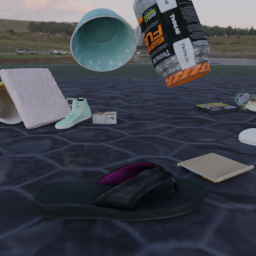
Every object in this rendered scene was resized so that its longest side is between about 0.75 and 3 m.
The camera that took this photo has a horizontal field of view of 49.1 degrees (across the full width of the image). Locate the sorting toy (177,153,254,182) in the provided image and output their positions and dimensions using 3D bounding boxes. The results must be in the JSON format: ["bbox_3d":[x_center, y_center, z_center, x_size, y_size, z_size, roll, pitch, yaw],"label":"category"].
[{"bbox_3d":[1.758,0.809,5.708,1.062,0.209,1.147,-10,14,-32],"label":"sorting toy"}]

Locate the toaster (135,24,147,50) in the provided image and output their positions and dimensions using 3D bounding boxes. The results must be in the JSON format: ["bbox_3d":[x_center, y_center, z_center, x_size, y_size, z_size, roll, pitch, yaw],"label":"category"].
[{"bbox_3d":[0.499,-3.113,9.496,0.513,0.583,0.903,3,39,-20],"label":"toaster"}]

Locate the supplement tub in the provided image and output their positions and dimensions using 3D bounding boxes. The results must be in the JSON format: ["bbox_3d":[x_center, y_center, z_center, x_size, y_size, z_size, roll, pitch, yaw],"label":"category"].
[{"bbox_3d":[1.355,-2.758,8.392,1.719,2.805,1.719,-20,-3,-1],"label":"supplement tub"}]

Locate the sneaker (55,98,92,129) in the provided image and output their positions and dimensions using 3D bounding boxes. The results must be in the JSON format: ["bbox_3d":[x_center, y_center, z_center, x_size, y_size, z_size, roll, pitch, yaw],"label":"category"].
[{"bbox_3d":[-1.825,-0.504,8.976,1.296,0.765,0.477,-29,30,-30],"label":"sneaker"}]

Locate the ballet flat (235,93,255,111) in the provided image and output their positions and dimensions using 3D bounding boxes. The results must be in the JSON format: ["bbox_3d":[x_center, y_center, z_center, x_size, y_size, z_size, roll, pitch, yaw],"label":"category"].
[{"bbox_3d":[5.292,-0.922,11.043,2.140,0.770,0.770,2,15,-12],"label":"ballet flat"}]

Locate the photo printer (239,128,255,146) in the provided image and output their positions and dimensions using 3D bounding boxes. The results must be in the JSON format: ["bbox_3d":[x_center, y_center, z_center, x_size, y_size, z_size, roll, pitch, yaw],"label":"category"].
[{"bbox_3d":[3.448,0.252,7.400,0.736,0.307,0.884,-15,21,-39],"label":"photo printer"}]

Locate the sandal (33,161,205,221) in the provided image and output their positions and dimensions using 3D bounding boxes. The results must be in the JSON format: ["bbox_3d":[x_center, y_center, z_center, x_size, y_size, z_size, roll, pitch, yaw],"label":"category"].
[{"bbox_3d":[-0.086,0.932,4.363,2.732,0.654,1.027,-2,16,-6],"label":"sandal"}]

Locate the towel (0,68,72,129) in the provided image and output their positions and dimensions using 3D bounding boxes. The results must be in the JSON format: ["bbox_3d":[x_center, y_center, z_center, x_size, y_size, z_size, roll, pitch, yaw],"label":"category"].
[{"bbox_3d":[-3.039,-1.079,9.445,0.334,2.072,1.979,-33,-7,34],"label":"towel"}]

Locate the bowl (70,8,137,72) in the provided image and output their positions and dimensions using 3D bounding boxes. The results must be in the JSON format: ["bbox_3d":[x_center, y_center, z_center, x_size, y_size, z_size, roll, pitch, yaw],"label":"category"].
[{"bbox_3d":[-0.539,-1.953,5.947,1.376,1.376,0.720,-3,53,-11],"label":"bowl"}]

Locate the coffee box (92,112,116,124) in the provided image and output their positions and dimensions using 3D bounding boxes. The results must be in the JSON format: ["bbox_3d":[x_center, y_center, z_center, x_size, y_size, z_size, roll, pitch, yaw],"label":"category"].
[{"bbox_3d":[-0.796,-0.350,9.493,0.804,0.321,0.460,0,16,-1],"label":"coffee box"}]

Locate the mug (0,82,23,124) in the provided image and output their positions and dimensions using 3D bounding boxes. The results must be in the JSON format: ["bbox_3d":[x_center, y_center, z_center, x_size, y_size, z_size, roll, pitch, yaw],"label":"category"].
[{"bbox_3d":[-4.356,-1.022,9.578,1.447,1.763,1.412,3,24,42],"label":"mug"}]

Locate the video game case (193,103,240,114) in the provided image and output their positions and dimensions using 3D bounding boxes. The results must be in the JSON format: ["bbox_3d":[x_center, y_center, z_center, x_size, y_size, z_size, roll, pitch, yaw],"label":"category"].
[{"bbox_3d":[3.577,-0.805,11.384,1.348,0.172,1.218,-7,17,-20],"label":"video game case"}]

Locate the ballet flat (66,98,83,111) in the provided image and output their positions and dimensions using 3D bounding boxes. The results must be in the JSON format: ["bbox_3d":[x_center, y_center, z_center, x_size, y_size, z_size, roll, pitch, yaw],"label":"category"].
[{"bbox_3d":[-2.429,-0.855,10.825,1.802,0.576,0.682,-15,20,-42],"label":"ballet flat"}]
